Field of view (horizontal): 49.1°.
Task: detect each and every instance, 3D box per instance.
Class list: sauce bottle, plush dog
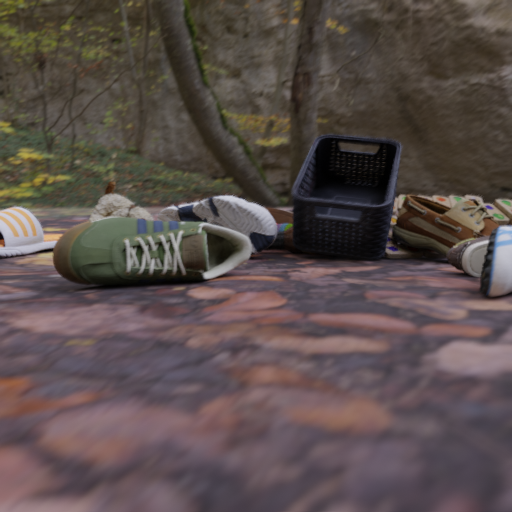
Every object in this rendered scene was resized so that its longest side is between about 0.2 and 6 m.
[{"bbox_3d":[1.132,-0.350,12.172,2.020,0.654,0.654,-4,6,-1],"label":"sauce bottle"},{"bbox_3d":[-3.828,-1.145,16.584,1.742,1.627,2.028,23,4,-6],"label":"plush dog"}]

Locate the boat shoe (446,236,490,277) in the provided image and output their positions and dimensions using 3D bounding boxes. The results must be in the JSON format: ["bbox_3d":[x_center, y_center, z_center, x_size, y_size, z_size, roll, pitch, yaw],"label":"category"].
[{"bbox_3d":[4.107,-0.053,9.174,2.032,0.730,0.605,-8,12,-18],"label":"boat shoe"}]

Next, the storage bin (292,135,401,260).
[{"bbox_3d":[1.908,-1.299,11.634,1.869,1.296,2.765,8,38,15],"label":"storage bin"}]

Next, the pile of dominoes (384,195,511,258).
[{"bbox_3d":[4.085,-0.900,12.348,3.500,0.557,2.728,-1,32,-11],"label":"pile of dominoes"}]

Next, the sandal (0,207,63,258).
[{"bbox_3d":[-5.220,-0.574,12.371,1.344,1.005,3.507,2,7,20],"label":"sandal"}]

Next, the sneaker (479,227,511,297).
[{"bbox_3d":[3.666,0.060,7.575,0.895,0.888,2.471,17,19,36],"label":"sneaker"}]

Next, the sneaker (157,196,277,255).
[{"bbox_3d":[-0.402,-0.733,12.372,3.247,1.296,2.113,-6,8,43],"label":"sneaker"}]

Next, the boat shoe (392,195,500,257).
[{"bbox_3d":[3.860,-0.519,10.514,2.896,1.069,1.096,19,21,41],"label":"boat shoe"}]

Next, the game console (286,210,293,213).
[{"bbox_3d":[1.709,-0.987,16.949,1.415,0.823,1.244,5,8,35],"label":"game console"}]

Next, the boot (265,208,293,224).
[{"bbox_3d":[-0.403,-0.849,14.826,2.737,0.961,2.001,-5,10,-18],"label":"boot"}]

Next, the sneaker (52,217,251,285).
[{"bbox_3d":[-1.282,-0.106,8.118,1.318,0.984,2.936,-1,1,40],"label":"sneaker"}]

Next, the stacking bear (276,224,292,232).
[{"bbox_3d":[0.866,-0.405,12.924,1.127,0.641,0.685,9,11,22],"label":"stacking bear"}]

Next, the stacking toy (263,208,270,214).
[{"bbox_3d":[0.125,-0.739,12.214,0.491,0.491,1.150,0,14,-4],"label":"stacking toy"}]
